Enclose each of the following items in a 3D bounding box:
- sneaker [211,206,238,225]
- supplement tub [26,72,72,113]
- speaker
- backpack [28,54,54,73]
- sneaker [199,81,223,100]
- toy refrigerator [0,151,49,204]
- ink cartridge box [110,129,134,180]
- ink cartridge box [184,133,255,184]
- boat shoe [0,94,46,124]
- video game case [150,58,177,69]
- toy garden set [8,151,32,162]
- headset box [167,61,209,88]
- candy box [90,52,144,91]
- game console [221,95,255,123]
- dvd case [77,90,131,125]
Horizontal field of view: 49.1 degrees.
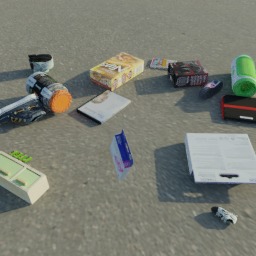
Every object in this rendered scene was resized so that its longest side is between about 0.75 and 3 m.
[{"bbox_3d":[2.847,2.617,8.363,0.784,0.290,0.347,19,42,21],"label":"sneaker"},{"bbox_3d":[-3.506,-1.561,12.427,1.274,1.274,2.079,-31,49,-31],"label":"supplement tub"},{"bbox_3d":[5.656,-2.560,13.702,1.176,1.176,2.660,9,42,11],"label":"speaker"},{"bbox_3d":[-4.583,-3.473,14.908,1.205,0.907,1.070,-14,43,-12],"label":"backpack"},{"bbox_3d":[3.810,-1.818,13.384,1.633,0.573,0.670,-27,32,-31],"label":"sneaker"},{"bbox_3d":[-3.712,1.571,9.225,2.119,0.741,0.804,22,45,23],"label":"toy refrigerator"},{"bbox_3d":[-0.166,0.615,6.414,0.194,0.895,0.878,-8,59,-19],"label":"ink cartridge box"},{"bbox_3d":[3.314,1.137,9.915,2.341,0.516,2.384,2,43,2],"label":"ink cartridge box"},{"bbox_3d":[-4.553,-0.478,11.585,2.188,0.774,0.993,-30,83,-3],"label":"boat shoe"},{"bbox_3d":[1.991,-3.582,15.643,1.350,0.118,0.965,10,42,11],"label":"video game case"},{"bbox_3d":[-4.005,1.029,10.107,0.811,0.162,0.676,18,22,20],"label":"toy garden set"},{"bbox_3d":[3.108,-2.772,14.252,1.888,0.708,1.403,-5,41,-6],"label":"headset box"},{"bbox_3d":[-0.542,-2.970,14.470,1.486,0.712,2.575,29,48,28],"label":"candy box"},{"bbox_3d":[5.135,-0.817,12.378,1.937,0.301,1.713,7,45,9],"label":"game console"},{"bbox_3d":[-1.076,-0.995,12.612,1.476,0.182,2.070,28,48,28],"label":"dvd case"}]
